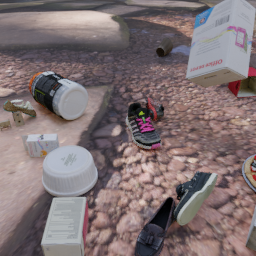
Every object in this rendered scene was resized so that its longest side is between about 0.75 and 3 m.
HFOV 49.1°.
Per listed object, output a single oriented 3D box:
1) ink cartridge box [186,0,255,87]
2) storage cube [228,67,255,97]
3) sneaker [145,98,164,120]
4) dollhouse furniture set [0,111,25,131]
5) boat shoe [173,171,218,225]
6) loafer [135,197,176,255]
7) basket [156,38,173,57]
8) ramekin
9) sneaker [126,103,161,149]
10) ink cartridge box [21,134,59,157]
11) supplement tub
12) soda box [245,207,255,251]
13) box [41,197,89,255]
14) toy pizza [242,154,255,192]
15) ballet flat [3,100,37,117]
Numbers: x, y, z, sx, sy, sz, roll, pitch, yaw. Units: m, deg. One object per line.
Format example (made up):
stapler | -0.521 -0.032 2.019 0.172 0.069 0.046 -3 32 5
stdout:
ink cartridge box | 2.978 -2.684 9.117 1.022 2.414 1.744 18 -11 -29
storage cube | 5.411 -2.137 12.976 1.222 1.045 1.099 -3 32 -5
sneaker | 1.110 -0.823 11.469 0.667 0.483 1.365 -7 36 -9
dollhouse furniture set | -4.513 -0.400 10.694 0.868 0.608 0.612 -17 37 -24
boat shoe | 1.615 1.690 7.304 0.711 0.802 2.145 22 37 31
loafer | 0.663 2.306 6.562 0.635 0.556 1.766 17 37 24
basket | 2.278 -5.011 17.676 0.730 0.968 1.074 3 39 38
ramekin | -1.714 1.171 8.123 1.635 0.761 1.635 -1 32 0
sneaker | 0.499 -0.162 9.943 0.861 1.021 2.335 -10 34 -15
ink cartridge box | -2.868 0.578 9.123 1.167 0.672 0.396 -2 33 -4
supplement tub | -2.891 -1.390 11.399 2.455 1.504 1.504 29 43 36
soda box | 3.742 1.601 6.818 0.941 1.013 2.967 17 48 25
box | -1.385 2.305 6.420 0.832 0.709 1.302 -1 33 -1
toy pizza | 4.586 1.389 8.141 2.368 0.375 2.368 0 33 0
ballet flat | -4.079 -0.806 10.800 0.491 0.523 1.447 31 11 38
